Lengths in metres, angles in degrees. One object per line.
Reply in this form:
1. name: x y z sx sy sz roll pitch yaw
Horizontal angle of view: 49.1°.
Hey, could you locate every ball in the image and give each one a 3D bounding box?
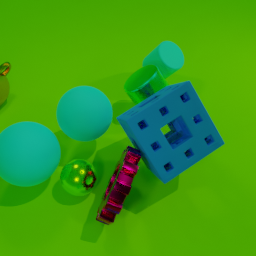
1. ball: -1.039 1.049 5.936 0.788 0.788 0.788 0 47 0
2. ball: -2.082 0.534 5.800 1.331 1.331 1.331 0 47 0
3. ball: -0.979 -0.321 6.356 1.253 1.253 1.253 0 47 0

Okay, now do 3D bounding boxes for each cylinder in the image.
1. cylinder: 0.584 -0.957 7.443 1.040 1.040 1.040 -28 32 20
2. cylinder: 1.028 -1.939 8.256 0.900 0.900 0.900 10 69 -27

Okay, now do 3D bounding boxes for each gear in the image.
1. gear: -0.184 1.090 5.411 0.279 1.508 1.508 24 49 -4

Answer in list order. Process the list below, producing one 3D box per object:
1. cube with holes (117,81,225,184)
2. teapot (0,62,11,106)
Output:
1. cube with holes: 0.777 0.034 5.736 1.372 1.372 1.372 -33 9 -6
2. teapot: -4.027 -1.106 7.646 2.066 1.011 1.284 -42 90 -9
